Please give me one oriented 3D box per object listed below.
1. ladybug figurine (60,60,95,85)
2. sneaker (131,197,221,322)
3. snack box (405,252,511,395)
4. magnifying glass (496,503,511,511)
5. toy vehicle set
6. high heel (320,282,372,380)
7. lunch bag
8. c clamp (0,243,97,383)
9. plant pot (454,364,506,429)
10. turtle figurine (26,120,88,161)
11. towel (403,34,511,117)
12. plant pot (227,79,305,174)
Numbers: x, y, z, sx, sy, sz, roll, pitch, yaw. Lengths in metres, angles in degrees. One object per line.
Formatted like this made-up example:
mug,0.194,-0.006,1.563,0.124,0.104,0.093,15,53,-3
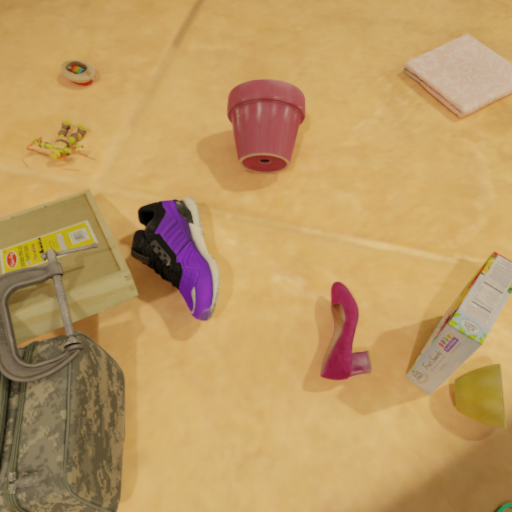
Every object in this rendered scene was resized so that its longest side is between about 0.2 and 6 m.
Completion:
ladybug figurine,-4.428,-4.554,13.999,0.999,0.359,0.678,31,61,19
sneaker,-1.582,0.063,10.260,1.378,0.963,2.771,-1,49,-25
snack box,3.283,1.145,9.000,0.590,2.228,1.585,35,63,17
magnifying glass,3.520,4.055,8.326,1.278,0.143,0.509,-12,57,-10
toy vehicle set,-3.675,0.039,9.820,2.362,0.504,3.801,-21,33,-15
high heel,1.347,1.273,9.753,0.879,0.617,1.833,-3,62,-14
lunch bag,-3.313,2.705,8.292,2.236,1.857,2.666,-16,55,9
c clamp,-2.981,0.775,7.988,1.645,0.261,1.926,-10,69,-14
plant pot,3.625,2.269,9.103,0.722,1.017,1.017,-5,53,23
turtle figurine,-4.255,-2.504,12.550,1.472,0.474,1.187,8,49,12
towel,5.207,-4.513,13.975,2.312,0.373,2.208,-28,60,-18
plant pot,0.192,-2.665,11.971,1.710,1.710,1.531,2,78,2
